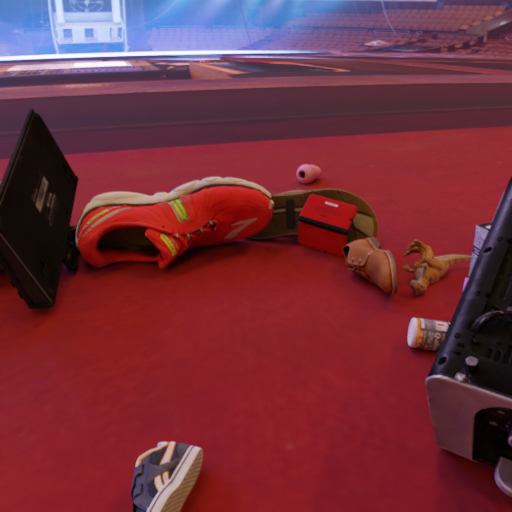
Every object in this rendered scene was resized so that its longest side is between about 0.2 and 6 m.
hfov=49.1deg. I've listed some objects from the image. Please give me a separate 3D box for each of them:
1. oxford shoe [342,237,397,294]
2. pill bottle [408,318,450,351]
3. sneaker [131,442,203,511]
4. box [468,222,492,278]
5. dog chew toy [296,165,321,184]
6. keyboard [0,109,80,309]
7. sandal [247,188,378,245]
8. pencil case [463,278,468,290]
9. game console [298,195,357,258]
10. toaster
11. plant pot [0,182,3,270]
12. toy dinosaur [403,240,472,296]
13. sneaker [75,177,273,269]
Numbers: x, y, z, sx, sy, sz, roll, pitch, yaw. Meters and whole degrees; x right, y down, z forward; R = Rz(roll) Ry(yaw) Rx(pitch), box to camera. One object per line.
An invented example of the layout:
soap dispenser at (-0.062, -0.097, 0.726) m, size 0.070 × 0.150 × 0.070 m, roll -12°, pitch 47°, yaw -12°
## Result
oxford shoe at (1.910, 0.196, 9.478) m, size 0.688 × 0.688 × 1.929 m, roll -7°, pitch 16°, yaw -4°
pill bottle at (2.492, 1.105, 7.751) m, size 0.714 × 0.416 × 0.416 m, roll 7°, pitch 26°, yaw 7°
sneaker at (-0.960, 2.244, 5.267) m, size 0.529 × 0.523 × 1.332 m, roll 11°, pitch 16°, yaw 11°
box at (4.531, 0.189, 8.958) m, size 1.220 × 1.059 × 1.846 m, roll -12°, pitch 27°, yaw -21°
dog chew toy at (1.412, -2.150, 14.607) m, size 0.500 × 0.500 × 0.803 m, roll 19°, pitch 23°, yaw 34°
keyboard at (-3.739, -0.735, 9.805) m, size 0.504 × 2.357 × 3.925 m, roll -18°, pitch 39°, yaw 4°
sandal at (0.978, -0.759, 11.191) m, size 2.879 × 1.157 × 0.778 m, roll 3°, pitch 4°, yaw 15°
pencil case at (4.103, 0.830, 7.537) m, size 2.516 × 1.056 × 1.076 m, roll 8°, pitch -11°, yaw 23°
game console at (1.338, -0.574, 10.560) m, size 0.990 × 0.588 × 0.853 m, roll 19°, pitch 71°, yaw 23°
toaster at (3.763, 0.786, 5.453) m, size 3.327 × 2.183 × 3.679 m, roll 16°, pitch 54°, yaw 29°
plant pot at (-5.204, -0.575, 9.565) m, size 2.208 × 2.293 × 2.293 m, roll 4°, pitch 23°, yaw -19°
toy dinosaur at (3.123, 0.164, 9.781) m, size 1.931 × 0.583 × 1.026 m, roll -26°, pitch 67°, yaw -32°
sneaker at (-1.429, -0.407, 10.271) m, size 3.671 × 1.414 × 1.559 m, roll -10°, pitch 37°, yaw -2°
